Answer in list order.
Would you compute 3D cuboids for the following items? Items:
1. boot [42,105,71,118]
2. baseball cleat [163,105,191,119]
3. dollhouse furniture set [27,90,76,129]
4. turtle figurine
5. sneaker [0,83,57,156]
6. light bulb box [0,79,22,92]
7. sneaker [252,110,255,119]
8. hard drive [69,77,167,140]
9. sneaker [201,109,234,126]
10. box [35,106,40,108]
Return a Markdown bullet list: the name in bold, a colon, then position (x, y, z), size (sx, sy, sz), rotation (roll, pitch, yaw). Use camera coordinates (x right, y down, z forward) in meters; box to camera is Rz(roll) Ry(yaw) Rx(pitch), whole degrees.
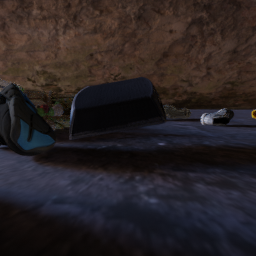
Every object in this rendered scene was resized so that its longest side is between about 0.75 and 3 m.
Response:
- **boot**: position (-1.877, -0.513, 10.068), size (2.217, 0.799, 1.714), rotation (0, 4, 20)
- **baseball cleat**: position (2.241, -0.730, 14.207), size (2.033, 0.709, 1.082), rotation (9, -7, -34)
- **dollhouse furniture set**: position (-1.783, -0.257, 8.200), size (1.877, 1.043, 1.660), rotation (1, -20, 19)
- **turtle figurine**: position (-2.465, -0.400, 6.562), size (1.598, 1.150, 1.549), rotation (9, 6, 42)
- **sneaker**: position (-1.863, 0.012, 4.465), size (0.995, 0.889, 2.428), rotation (-41, 28, -10)
- **light bulb box**: position (-4.863, -0.794, 8.597), size (2.273, 1.419, 2.253), rotation (0, 0, 8)
- **sneaker**: position (6.105, -0.607, 12.146), size (0.827, 0.783, 2.013), rotation (-5, -4, -3)
- **hard drive**: position (-0.212, -0.471, 4.958), size (1.563, 0.491, 2.318), rotation (-10, 17, 2)
- **sneaker**: position (3.282, -0.297, 9.574), size (1.434, 0.538, 0.828), rotation (-13, 15, -24)
- **box**: position (-4.174, -0.797, 11.582), size (0.751, 1.128, 2.998), rotation (1, 6, 4)
